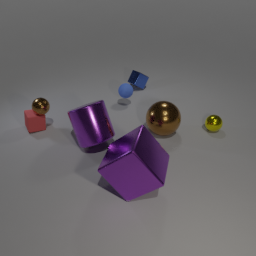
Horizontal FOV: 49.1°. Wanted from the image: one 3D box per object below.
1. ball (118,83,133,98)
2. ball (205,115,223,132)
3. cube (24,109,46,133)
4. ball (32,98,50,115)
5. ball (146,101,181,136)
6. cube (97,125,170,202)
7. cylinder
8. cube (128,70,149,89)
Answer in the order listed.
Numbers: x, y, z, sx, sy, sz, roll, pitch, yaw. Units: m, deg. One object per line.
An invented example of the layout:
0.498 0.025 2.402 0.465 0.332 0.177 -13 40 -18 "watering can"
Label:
-0.106 -1.736 13.080 0.700 0.700 0.700 0 32 0 "ball"
3.503 -0.198 11.447 0.700 0.700 0.700 0 32 0 "ball"
-3.839 -0.319 11.563 0.700 0.700 0.700 -10 34 -29 "cube"
-3.483 -0.866 11.189 0.700 0.700 0.700 0 32 0 "ball"
1.405 -0.382 11.140 1.400 1.400 1.400 0 32 0 "ball"
0.215 1.042 8.337 1.400 1.400 1.400 -32 19 30 "cube"
-1.343 -0.170 10.335 1.400 1.400 1.400 -18 10 3 "cylinder"
0.542 -2.577 14.901 0.700 0.700 0.700 19 9 -40 "cube"
